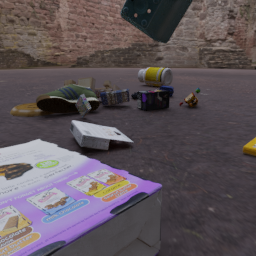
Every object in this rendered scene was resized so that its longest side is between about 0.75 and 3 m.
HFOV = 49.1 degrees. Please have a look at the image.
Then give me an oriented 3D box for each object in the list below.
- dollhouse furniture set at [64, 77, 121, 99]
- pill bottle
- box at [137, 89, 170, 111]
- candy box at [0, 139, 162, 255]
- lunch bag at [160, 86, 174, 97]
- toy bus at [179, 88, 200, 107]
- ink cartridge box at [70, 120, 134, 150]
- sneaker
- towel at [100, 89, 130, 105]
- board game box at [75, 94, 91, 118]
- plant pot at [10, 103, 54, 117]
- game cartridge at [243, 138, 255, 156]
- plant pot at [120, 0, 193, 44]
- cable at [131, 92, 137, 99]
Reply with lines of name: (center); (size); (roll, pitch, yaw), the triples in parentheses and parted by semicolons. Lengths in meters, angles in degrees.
dollhouse furniture set: (-1.667, -1.458, 14.588); (2.364, 1.353, 2.772); (-1, -14, 25)
pill bottle: (2.093, -4.039, 22.073); (2.575, 1.433, 1.433); (12, 19, 37)
box: (1.194, -1.328, 13.146); (1.381, 0.844, 0.732); (-8, 17, -28)
candy box: (-1.406, 1.137, 3.650); (2.871, 1.027, 2.408); (14, 21, 41)
lunch bag: (2.338, -2.188, 16.810); (0.892, 0.606, 0.590); (6, 17, 16)
toy bus: (3.136, -1.319, 13.653); (1.124, 0.581, 1.060); (-47, 7, -28)
ink cartridge box: (-0.833, 0.235, 8.273); (1.472, 0.369, 1.696); (11, 10, -24)
sneaker: (-2.675, -1.370, 12.303); (2.721, 0.912, 1.222); (-2, 49, -26)
towel: (-0.601, -1.493, 13.602); (1.422, 0.169, 1.044); (-9, -27, -1)
board game box: (-1.762, -0.849, 10.978); (0.162, 0.635, 0.945); (-26, -6, -28)
plant pot: (-4.166, -0.872, 12.547); (2.099, 0.288, 2.099); (0, 15, 0)
game cartridge: (3.908, 0.569, 7.320); (1.399, 0.227, 1.233); (11, 19, 38)
plant pot: (0.983, -5.099, 11.836); (2.264, 2.258, 2.306); (38, 29, 10)
cable: (0.923, -1.966, 16.272); (1.487, 0.463, 1.823); (13, 21, 41)
